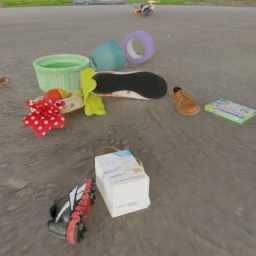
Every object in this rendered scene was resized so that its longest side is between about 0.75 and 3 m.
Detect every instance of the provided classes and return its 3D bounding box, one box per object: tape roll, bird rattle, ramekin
[{"bbox_3d":[0.526,-4.084,14.123,1.518,1.518,0.645,14,32,23],"label":"tape roll"},{"bbox_3d":[-2.064,-0.673,8.589,2.663,1.500,2.171,-35,28,-32],"label":"bird rattle"},{"bbox_3d":[-2.562,-2.135,11.030,2.126,1.039,2.126,0,29,0],"label":"ramekin"}]

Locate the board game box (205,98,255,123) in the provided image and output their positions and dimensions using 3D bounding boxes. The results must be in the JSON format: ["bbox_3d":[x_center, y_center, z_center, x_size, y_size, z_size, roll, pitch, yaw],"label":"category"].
[{"bbox_3d":[3.299,-0.574,9.060,0.884,0.191,1.314,-22,36,-36],"label":"board game box"}]

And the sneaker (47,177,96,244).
[{"bbox_3d":[-1.002,1.386,5.092,0.724,0.524,1.481,6,30,6],"label":"sneaker"}]

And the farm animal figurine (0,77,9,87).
[{"bbox_3d":[-5.220,-1.786,11.152,0.781,0.393,0.631,-5,10,-3],"label":"farm animal figurine"}]

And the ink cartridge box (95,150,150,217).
[{"bbox_3d":[-0.105,1.079,5.437,0.753,0.733,1.171,-11,30,-20],"label":"ink cartridge box"}]

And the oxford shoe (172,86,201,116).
[{"bbox_3d":[1.802,-0.902,9.104,0.600,0.600,1.683,-25,30,-2],"label":"oxford shoe"}]

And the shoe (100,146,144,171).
[{"bbox_3d":[-0.158,0.766,6.506,1.229,0.430,0.328,20,-9,35],"label":"shoe"}]

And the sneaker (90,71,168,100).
[{"bbox_3d":[-0.117,-1.547,9.927,2.827,0.944,1.515,-1,9,-24],"label":"sneaker"}]

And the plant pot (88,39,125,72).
[{"bbox_3d":[-1.036,-3.157,12.770,1.288,1.371,1.371,-30,38,-19],"label":"plant pot"}]

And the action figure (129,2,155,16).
[{"bbox_3d":[1.575,-13.288,31.130,2.869,1.551,2.966,0,24,21],"label":"action figure"}]
